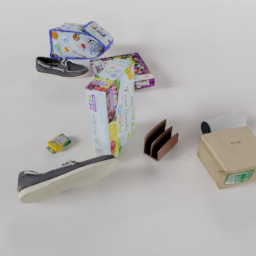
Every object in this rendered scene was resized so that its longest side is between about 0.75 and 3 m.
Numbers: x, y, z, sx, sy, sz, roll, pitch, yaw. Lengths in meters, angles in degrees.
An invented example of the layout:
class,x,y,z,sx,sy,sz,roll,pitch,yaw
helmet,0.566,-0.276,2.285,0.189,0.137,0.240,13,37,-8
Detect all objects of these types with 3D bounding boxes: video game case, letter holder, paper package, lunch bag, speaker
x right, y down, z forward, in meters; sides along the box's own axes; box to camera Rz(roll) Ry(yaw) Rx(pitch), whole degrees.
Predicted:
class,x,y,z,sx,sy,sz,roll,pitch,yaw
video game case,-0.356,-2.624,13.220,2.545,0.503,2.808,-11,40,-8
letter holder,1.148,0.370,9.481,0.625,0.883,1.242,28,47,29
paper package,3.353,0.877,8.849,1.788,0.925,1.705,-10,41,-13
lunch bag,-2.293,-4.494,14.411,2.844,1.761,2.418,8,29,5
speaker,3.508,-0.131,10.251,1.631,0.662,0.662,-16,43,-17

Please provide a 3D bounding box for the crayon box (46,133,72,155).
class,x,y,z,sx,sy,sz,roll,pitch,yaw
crayon box,-2.444,0.545,9.803,0.495,0.203,0.787,30,49,31

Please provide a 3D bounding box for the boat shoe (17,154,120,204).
class,x,y,z,sx,sy,sz,roll,pitch,yaw
boat shoe,-1.747,1.231,8.225,2.990,1.086,0.938,-18,57,-14

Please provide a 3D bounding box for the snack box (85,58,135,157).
class,x,y,z,sx,sy,sz,roll,pitch,yaw
snack box,-0.461,-0.543,9.078,0.739,2.788,1.983,14,43,18

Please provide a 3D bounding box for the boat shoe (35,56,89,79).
class,x,y,z,sx,sy,sz,roll,pitch,yaw
boat shoe,-3.203,-2.973,13.481,2.638,0.827,0.958,5,40,6
